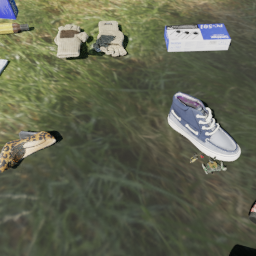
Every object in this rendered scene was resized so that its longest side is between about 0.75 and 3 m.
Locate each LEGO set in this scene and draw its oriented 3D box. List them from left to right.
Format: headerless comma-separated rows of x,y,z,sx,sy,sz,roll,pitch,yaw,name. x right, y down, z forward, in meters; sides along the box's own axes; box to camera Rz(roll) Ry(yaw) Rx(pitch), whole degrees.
2.217,1.027,7.752,0.638,0.278,0.982,-31,44,-25,LEGO set

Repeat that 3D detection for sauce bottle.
-4.962,-4.266,11.992,1.365,0.442,0.442,-6,51,-8,sauce bottle

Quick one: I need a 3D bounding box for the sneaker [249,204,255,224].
3.590,2.178,6.629,1.256,0.419,0.673,28,58,24,sneaker

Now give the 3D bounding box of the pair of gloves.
-1.559,-3.552,11.366,2.771,0.486,2.356,-9,47,-10,pair of gloves

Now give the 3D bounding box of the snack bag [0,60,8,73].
-5.477,-2.118,10.365,1.568,0.168,1.478,8,51,7,snack bag

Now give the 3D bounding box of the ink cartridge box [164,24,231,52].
2.787,-3.697,11.430,2.442,0.540,1.148,-2,51,-2,ink cartridge box

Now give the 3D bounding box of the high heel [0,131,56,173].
-2.785,0.647,7.771,1.152,0.577,1.616,5,41,12,high heel

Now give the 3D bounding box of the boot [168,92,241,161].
2.187,-0.056,8.046,2.411,1.089,0.877,33,58,25,boot

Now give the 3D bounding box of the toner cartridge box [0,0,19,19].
-2.978,-3.050,6.199,0.654,1.376,0.297,4,66,-2,toner cartridge box
